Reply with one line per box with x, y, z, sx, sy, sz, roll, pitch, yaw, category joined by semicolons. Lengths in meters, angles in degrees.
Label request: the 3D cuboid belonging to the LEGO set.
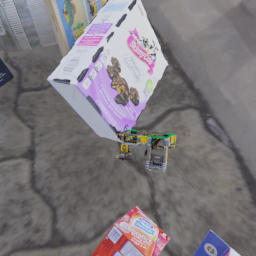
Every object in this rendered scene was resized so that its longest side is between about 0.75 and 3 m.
0.286;0.360;4.297;0.960;0.739;0.556;5;98;8;LEGO set

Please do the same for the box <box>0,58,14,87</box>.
-2.907;-1.197;4.687;1.155;1.556;0.833;-40;68;-15;box

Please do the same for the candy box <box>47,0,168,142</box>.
-0.189;-0.945;4.659;0.654;1.533;1.828;14;65;37;candy box

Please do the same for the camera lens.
-1.819;-2.999;5.971;2.971;2.376;2.376;-16;58;-10;camera lens

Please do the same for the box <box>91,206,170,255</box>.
-0.119;2.118;4.483;0.759;1.523;0.727;40;25;19;box

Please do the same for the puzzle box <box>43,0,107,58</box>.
-0.790;-2.048;4.824;0.234;1.843;1.226;33;65;24;puzzle box

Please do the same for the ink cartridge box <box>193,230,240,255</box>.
1.194;2.063;3.270;1.288;1.265;0.279;37;40;29;ink cartridge box
